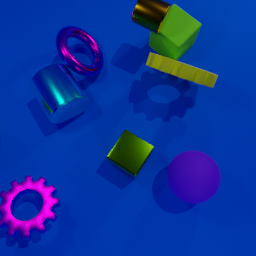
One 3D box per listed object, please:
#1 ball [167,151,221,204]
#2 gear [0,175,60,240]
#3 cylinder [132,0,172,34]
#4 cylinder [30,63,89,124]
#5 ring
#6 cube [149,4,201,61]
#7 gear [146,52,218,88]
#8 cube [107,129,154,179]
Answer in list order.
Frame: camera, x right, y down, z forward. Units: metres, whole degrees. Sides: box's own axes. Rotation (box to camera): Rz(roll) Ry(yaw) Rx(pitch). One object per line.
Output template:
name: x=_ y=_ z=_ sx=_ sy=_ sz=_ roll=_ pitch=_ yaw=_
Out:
ball: x=1.581 y=1.180 z=6.791 sx=1.260 sy=1.260 sz=1.260 roll=0 pitch=74 yaw=0
gear: x=-2.298 y=1.800 z=6.446 sx=1.397 sy=0.258 sz=1.397 roll=1 pitch=58 yaw=-1
cylinder: x=0.611 y=-2.929 z=7.161 sx=0.786 sy=0.786 sz=0.786 roll=27 pitch=76 yaw=4
cylinder: x=-1.818 y=-0.901 z=7.452 sx=1.167 sy=1.167 sz=1.167 roll=-31 pitch=77 yaw=-8
ring: x=-1.310 y=-2.140 z=7.800 sx=1.540 sy=0.308 sz=1.540 roll=25 pitch=52 yaw=-37
cube: x=1.313 y=-2.658 z=8.041 sx=0.996 sy=0.996 sz=0.996 roll=42 pitch=79 yaw=11
gear: x=1.391 y=-1.510 z=7.297 sx=1.819 sy=1.819 sz=0.336 roll=20 pitch=105 yaw=6
cube: x=0.059 y=0.692 z=7.173 sx=0.860 sy=0.860 sz=0.860 roll=32 pitch=77 yaw=9
